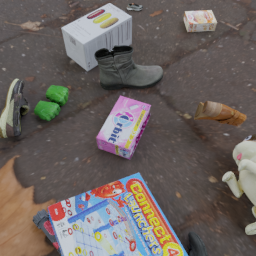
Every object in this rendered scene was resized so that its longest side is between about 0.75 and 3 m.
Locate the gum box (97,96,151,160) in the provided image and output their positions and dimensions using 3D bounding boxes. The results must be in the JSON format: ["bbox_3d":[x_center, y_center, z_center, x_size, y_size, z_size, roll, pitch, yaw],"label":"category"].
[{"bbox_3d":[-0.076,-0.096,9.430,1.159,0.675,2.042,18,58,13],"label":"gum box"}]

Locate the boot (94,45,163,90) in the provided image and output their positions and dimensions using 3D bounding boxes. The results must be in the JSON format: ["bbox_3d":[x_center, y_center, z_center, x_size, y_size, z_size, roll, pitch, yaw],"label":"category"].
[{"bbox_3d":[0.122,-2.272,10.307,2.598,1.697,0.880,-10,56,-7],"label":"boot"}]

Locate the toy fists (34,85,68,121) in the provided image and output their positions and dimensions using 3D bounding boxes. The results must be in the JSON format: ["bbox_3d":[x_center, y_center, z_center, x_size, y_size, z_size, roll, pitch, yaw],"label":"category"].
[{"bbox_3d":[-2.678,-0.898,10.110,0.764,0.515,1.499,15,58,19],"label":"toy fists"}]

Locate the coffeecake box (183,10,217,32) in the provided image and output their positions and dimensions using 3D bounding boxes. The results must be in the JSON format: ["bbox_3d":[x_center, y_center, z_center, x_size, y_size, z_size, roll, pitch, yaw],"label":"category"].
[{"bbox_3d":[3.292,-4.918,12.869,1.270,0.464,0.975,-4,56,-3],"label":"coffeecake box"}]

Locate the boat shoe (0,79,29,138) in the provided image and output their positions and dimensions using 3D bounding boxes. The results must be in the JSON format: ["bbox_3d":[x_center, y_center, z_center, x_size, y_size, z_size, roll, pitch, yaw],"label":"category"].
[{"bbox_3d":[-3.867,-0.684,9.818,0.785,0.887,2.422,6,58,-10],"label":"boat shoe"}]

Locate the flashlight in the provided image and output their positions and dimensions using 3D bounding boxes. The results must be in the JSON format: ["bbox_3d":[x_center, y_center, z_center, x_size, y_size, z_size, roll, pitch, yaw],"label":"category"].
[{"bbox_3d":[-2.014,2.796,7.606,1.382,0.470,0.468,41,39,25],"label":"flashlight"}]

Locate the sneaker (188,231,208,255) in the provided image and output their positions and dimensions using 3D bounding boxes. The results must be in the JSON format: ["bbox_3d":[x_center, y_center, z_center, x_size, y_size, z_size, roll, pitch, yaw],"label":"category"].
[{"bbox_3d":[1.734,3.416,7.142,0.681,0.570,1.500,-12,53,1],"label":"sneaker"}]

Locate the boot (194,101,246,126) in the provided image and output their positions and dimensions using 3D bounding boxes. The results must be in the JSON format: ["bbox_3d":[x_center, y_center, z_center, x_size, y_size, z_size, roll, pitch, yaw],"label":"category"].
[{"bbox_3d":[2.930,-0.388,9.129,1.308,1.690,0.623,18,89,-1],"label":"boot"}]

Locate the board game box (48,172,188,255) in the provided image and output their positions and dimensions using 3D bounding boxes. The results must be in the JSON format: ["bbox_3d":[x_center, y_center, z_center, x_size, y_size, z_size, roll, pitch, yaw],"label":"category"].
[{"bbox_3d":[-0.307,2.791,7.065,2.670,0.762,2.727,-17,54,-23],"label":"board game box"}]

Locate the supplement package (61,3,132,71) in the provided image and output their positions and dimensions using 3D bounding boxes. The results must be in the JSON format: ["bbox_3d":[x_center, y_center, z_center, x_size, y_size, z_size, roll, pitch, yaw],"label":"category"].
[{"bbox_3d":[-1.200,-3.776,11.521,2.527,1.384,1.437,-39,64,-24],"label":"supplement package"}]

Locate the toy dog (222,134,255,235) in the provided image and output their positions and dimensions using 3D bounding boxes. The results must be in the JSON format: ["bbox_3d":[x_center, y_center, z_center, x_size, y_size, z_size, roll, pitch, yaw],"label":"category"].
[{"bbox_3d":[3.979,1.305,7.866,2.480,1.785,2.558,-8,54,-9],"label":"toy dog"}]

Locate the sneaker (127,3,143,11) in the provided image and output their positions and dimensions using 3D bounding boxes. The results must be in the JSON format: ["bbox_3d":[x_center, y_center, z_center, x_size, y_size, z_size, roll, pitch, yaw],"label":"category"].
[{"bbox_3d":[0.347,-5.923,13.653,0.791,0.314,0.292,-1,54,-2],"label":"sneaker"}]
